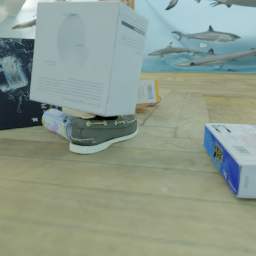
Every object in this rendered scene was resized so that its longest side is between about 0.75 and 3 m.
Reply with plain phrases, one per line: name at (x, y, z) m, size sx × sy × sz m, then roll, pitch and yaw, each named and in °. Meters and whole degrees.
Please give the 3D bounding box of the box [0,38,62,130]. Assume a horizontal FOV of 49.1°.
box at (-3.865, -1.529, 9.456) m, size 2.892 × 2.844 × 1.698 m, roll -8°, pitch 18°, yaw -28°

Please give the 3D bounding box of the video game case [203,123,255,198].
video game case at (3.120, 0.558, 5.661) m, size 2.617 × 0.656 × 2.887 m, roll 1°, pitch 14°, yaw 4°

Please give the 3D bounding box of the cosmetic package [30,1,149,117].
cosmetic package at (-1.009, -1.701, 7.079) m, size 2.437 × 2.445 × 1.503 m, roll 14°, pitch 9°, yaw 28°

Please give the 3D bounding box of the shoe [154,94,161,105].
shoe at (0.467, -1.540, 13.722) m, size 2.184 × 0.780 × 0.993 m, roll 16°, pitch 18°, yaw 40°

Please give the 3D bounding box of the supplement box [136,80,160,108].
supplement box at (-0.275, -1.300, 11.568) m, size 2.697 × 0.992 × 1.700 m, roll -6°, pitch -2°, yaw -22°

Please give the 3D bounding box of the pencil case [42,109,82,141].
pencil case at (-1.886, -0.113, 8.170) m, size 0.779 × 0.714 × 1.717 m, roll 23°, pitch -4°, yaw -38°

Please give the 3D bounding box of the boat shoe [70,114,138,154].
boat shoe at (-0.529, -0.084, 7.796) m, size 1.022 × 0.855 × 2.860 m, roll 8°, pitch 16°, yaw 29°
